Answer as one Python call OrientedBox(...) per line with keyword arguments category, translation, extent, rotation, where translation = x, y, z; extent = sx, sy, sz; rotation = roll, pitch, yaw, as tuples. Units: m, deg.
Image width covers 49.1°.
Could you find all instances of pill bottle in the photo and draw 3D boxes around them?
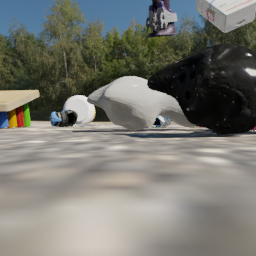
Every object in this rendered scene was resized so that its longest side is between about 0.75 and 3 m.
OrientedBox(category="pill bottle", translation=(-2.205, -0.764, 12.844), extent=(1.374, 1.374, 2.636), rotation=(0, 2, -5))

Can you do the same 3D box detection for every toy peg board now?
OrientedBox(category="toy peg board", translation=(-3.255, -0.299, 6.597), extent=(1.851, 0.906, 1.844), rotation=(-1, 16, 3))

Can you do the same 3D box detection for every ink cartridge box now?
OrientedBox(category="ink cartridge box", translation=(1.604, -2.000, 4.610), extent=(0.598, 0.827, 0.350), rotation=(-26, -36, -6))

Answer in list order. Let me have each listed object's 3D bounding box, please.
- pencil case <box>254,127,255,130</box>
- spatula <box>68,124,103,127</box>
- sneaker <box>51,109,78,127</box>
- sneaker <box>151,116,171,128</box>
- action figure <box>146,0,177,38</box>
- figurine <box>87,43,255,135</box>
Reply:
OrientedBox(category="pencil case", translation=(2.382, -0.457, 5.209), extent=(0.473, 1.010, 0.458), rotation=(-6, 14, -8))
OrientedBox(category="spatula", translation=(-1.561, -0.078, 10.050), extent=(1.144, 0.092, 0.796), rotation=(-2, -5, 29))
OrientedBox(category="sneaker", translation=(-2.125, -0.300, 9.954), extent=(0.756, 0.647, 1.825), rotation=(8, 6, 6))
OrientedBox(category="sneaker", translation=(0.851, -0.145, 7.622), extent=(1.115, 0.401, 0.404), rotation=(11, 33, -50))
OrientedBox(category="action figure", translation=(0.677, -3.142, 6.053), extent=(0.772, 2.225, 1.448), rotation=(-15, 18, -29))
OrientedBox(category="figurine", translation=(1.159, -0.482, 3.837), extent=(2.903, 1.281, 2.975), rotation=(-5, 2, -29))
